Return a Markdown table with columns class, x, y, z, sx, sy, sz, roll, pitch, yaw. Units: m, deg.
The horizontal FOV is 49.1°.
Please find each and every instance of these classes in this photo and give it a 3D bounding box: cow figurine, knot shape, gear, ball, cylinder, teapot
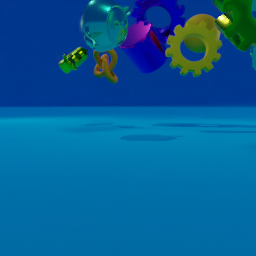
| class | x | y | z | sx | sy | sz | roll | pitch | yaw |
| --- | --- | --- | --- | --- | --- | --- | --- | --- | --- |
| cow figurine | -1.917 | -2.482 | 10.084 | 1.270 | 0.697 | 1.250 | -44 | 15 | -13 |
| knot shape | -0.762 | -2.005 | 9.023 | 0.567 | 1.228 | 1.149 | -22 | 18 | -25 |
| gear | 1.753 | -2.125 | 7.517 | 1.444 | 1.444 | 0.267 | 0 | -1 | 2 |
| ball | 2.507 | -3.242 | 9.633 | 1.263 | 1.263 | 1.263 | 0 | 5 | 0 |
| cylinder | 0.582 | -2.906 | 10.137 | 1.359 | 1.359 | 1.359 | 4 | -30 | 42 |
| gear | 1.094 | -3.997 | 10.137 | 1.917 | 1.917 | 0.355 | 2 | 48 | 23 |
| gear | 2.167 | -1.996 | 4.072 | 1.816 | 1.816 | 0.336 | -1 | 45 | -17 |
| teapot | -0.477 | -2.264 | 6.261 | 0.918 | 1.166 | 1.875 | 12 | 49 | 30 |

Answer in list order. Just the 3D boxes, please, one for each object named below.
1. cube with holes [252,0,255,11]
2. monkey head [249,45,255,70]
| class | x | y | z | sx | sy | sz | roll | pitch | yaw |
| --- | --- | --- | --- | --- | --- | --- | --- | --- | --- |
| cube with holes | 2.532 | -3.112 | 5.123 | 1.263 | 1.263 | 1.263 | 8 | -14 | 38 |
| monkey head | 3.993 | -2.326 | 7.821 | 1.154 | 1.377 | 1.914 | -15 | 42 | 10 |
